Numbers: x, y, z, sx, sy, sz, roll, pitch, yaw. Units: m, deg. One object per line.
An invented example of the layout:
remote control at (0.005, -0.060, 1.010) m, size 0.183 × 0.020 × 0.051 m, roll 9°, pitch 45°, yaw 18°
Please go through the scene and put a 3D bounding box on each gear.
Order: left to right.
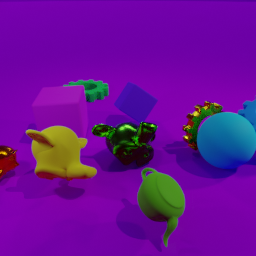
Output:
gear at (-1.697, -1.509, 11.261) m, size 1.805 × 0.334 × 1.805 m, roll 0°, pitch 27°, yaw 0°
gear at (2.001, -0.033, 7.267) m, size 1.303 × 1.303 × 0.241 m, roll -14°, pitch 27°, yaw -25°
gear at (3.709, -0.349, 7.012) m, size 1.741 × 0.322 × 1.741 m, roll -18°, pitch 31°, yaw 11°

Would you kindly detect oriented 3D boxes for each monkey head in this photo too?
monkey head at (-2.847, 0.748, 6.237) m, size 1.029 × 0.620 × 0.741 m, roll -4°, pitch 31°, yaw 23°
monkey head at (-1.275, 0.515, 5.783) m, size 1.329 × 1.114 × 1.848 m, roll 1°, pitch -6°, yaw 23°
monkey head at (0.122, 0.202, 6.793) m, size 1.856 × 1.335 × 1.118 m, roll 9°, pitch 33°, yaw -29°

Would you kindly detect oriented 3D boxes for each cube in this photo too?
cube at (-1.851, -0.396, 7.957) m, size 1.231 × 1.231 × 1.231 m, roll -3°, pitch 30°, yaw 0°
cube at (0.221, -0.786, 8.594) m, size 0.881 × 0.881 × 0.881 m, roll 32°, pitch 5°, yaw -19°

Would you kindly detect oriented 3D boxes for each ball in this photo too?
ball at (2.304, 0.292, 6.582) m, size 1.323 × 1.323 × 1.323 m, roll 0°, pitch 27°, yaw 0°

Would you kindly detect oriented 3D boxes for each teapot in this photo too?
teapot at (0.545, 1.287, 4.873) m, size 0.873 × 0.688 × 1.405 m, roll 17°, pitch 40°, yaw -40°
